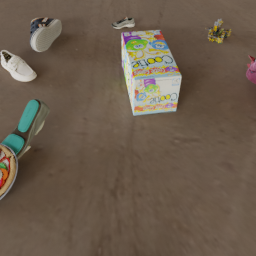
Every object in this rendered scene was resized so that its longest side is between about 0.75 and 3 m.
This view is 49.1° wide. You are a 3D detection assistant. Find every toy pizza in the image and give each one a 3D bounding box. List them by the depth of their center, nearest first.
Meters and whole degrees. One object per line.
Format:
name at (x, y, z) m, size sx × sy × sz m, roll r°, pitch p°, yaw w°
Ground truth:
toy pizza at (-3.489, 1.103, 6.689) m, size 1.738 × 0.275 × 1.738 m, roll -5°, pitch 58°, yaw 9°

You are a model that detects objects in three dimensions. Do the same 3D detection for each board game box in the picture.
board game box at (0.642, -1.857, 9.008) m, size 1.397 × 1.373 × 2.665 m, roll -6°, pitch 47°, yaw -6°

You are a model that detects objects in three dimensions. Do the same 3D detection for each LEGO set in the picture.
LEGO set at (3.804, -4.055, 11.570) m, size 1.106 × 0.641 × 0.850 m, roll -34°, pitch 56°, yaw -28°

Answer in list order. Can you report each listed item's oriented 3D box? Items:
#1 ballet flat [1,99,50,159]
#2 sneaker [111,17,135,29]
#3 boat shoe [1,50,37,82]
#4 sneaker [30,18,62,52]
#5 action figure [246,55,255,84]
ballet flat at (-2.745, 0.225, 7.473) m, size 0.713 × 0.674 × 2.115 m, roll 24°, pitch 80°, yaw 25°
sneaker at (-0.229, -4.626, 12.261) m, size 1.071 × 0.425 × 0.396 m, roll -15°, pitch 50°, yaw -12°
boat shoe at (-3.949, -2.224, 9.860) m, size 1.818 × 0.630 × 0.644 m, roll 31°, pitch 54°, yaw 26°
sneaker at (-3.477, -3.719, 11.090) m, size 0.926 × 0.915 × 2.333 m, roll 12°, pitch 37°, yaw 4°
action figure at (4.601, -1.399, 8.909) m, size 2.150 × 1.934 × 2.887 m, roll -47°, pitch 36°, yaw 14°
